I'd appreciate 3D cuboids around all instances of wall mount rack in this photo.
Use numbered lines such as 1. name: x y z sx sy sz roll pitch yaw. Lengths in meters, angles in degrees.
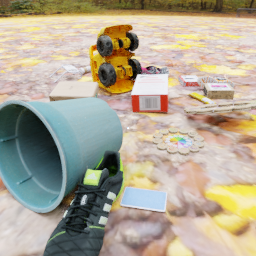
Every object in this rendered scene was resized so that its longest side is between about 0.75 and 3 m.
1. wall mount rack: -3.289 -2.866 14.730 1.481 0.635 1.704 -10 28 -26

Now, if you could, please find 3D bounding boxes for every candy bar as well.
1. candy bar: 3.141 -1.259 11.998 0.397 0.176 1.592 -16 31 -21

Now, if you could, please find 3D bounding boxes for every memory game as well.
1. memory game: 3.412 -0.751 9.912 2.876 0.183 2.876 -7 7 1
2. memory game: 1.580 0.378 8.873 1.670 0.106 1.670 0 27 0

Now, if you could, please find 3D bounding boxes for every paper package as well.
1. paper package: -2.056 -1.151 10.971 1.693 0.919 1.776 0 26 1

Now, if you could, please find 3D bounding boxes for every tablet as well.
1. tablet: 0.374 1.638 6.454 1.016 0.069 0.661 6 27 10

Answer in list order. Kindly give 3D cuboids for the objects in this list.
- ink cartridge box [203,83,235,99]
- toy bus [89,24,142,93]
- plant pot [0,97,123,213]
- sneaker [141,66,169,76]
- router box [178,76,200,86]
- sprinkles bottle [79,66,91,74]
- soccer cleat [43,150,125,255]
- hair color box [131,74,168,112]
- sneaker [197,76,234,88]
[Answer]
1. ink cartridge box: 4.015 -1.646 12.466 1.166 0.438 0.961 0 28 3
2. toy bus: -0.939 -3.274 13.191 1.960 2.888 2.773 -20 25 -35
3. plant pot: -1.502 0.327 6.739 2.450 2.450 2.400 17 24 30
4. sneaker: 1.417 -2.902 14.566 2.043 0.763 0.824 -22 35 -37
5. router box: 3.094 -2.374 14.093 0.908 0.247 1.012 -3 27 -5
6. sprinkles bottle: -2.306 -3.285 15.769 0.350 0.350 1.025 18 32 31
7. soccer cleat: -0.785 1.508 5.441 1.009 1.211 2.989 7 28 14
8. hair color box: 0.979 -1.509 11.731 1.415 0.816 2.552 0 29 9
9. sneaker: 4.098 -2.121 13.249 1.685 0.659 0.651 12 26 1
